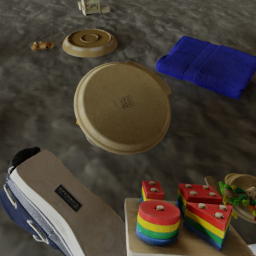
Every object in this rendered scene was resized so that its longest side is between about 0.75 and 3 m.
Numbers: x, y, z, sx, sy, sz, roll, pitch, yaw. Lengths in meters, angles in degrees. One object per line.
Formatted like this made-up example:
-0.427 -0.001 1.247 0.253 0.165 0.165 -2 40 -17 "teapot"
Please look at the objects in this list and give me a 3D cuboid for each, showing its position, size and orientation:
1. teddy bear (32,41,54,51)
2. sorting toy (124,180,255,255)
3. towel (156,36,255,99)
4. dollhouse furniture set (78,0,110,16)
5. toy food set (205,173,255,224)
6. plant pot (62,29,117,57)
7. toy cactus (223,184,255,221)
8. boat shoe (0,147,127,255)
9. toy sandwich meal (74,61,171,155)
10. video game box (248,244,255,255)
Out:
-3.109 -3.042 10.238 0.838 0.280 0.608 -3 40 -3 "teddy bear"
0.824 1.337 4.285 1.674 0.583 1.664 6 9 -3 "sorting toy"
2.498 -1.909 8.794 2.753 0.682 2.033 25 55 25 "towel"
-1.586 -5.782 12.925 1.208 0.672 1.068 -17 45 -17 "dollhouse furniture set"
2.362 1.357 5.479 1.617 0.325 1.116 -4 50 -12 "toy food set"
-1.432 -3.258 10.476 2.053 0.282 2.053 0 43 0 "plant pot"
2.154 1.302 5.139 0.660 0.409 0.800 -21 41 -35 "toy cactus"
-1.038 1.612 4.681 2.681 1.243 1.001 49 40 4 "boat shoe"
-0.113 -0.515 6.821 2.588 0.886 2.588 5 70 -14 "toy sandwich meal"
1.971 2.479 3.245 2.539 0.594 2.313 -12 28 10 "video game box"
